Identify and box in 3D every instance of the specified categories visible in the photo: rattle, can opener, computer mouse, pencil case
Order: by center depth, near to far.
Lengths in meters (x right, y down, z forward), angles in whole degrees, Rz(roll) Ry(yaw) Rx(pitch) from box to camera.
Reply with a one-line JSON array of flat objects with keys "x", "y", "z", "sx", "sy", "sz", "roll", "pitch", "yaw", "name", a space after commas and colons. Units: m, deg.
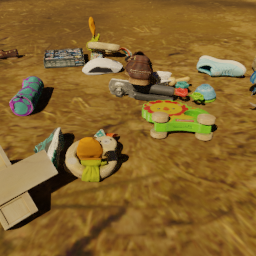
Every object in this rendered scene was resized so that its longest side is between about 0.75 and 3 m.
[{"x": -0.716, "y": 0.216, "z": 6.722, "sx": 1.275, "sy": 1.399, "sz": 1.958, "roll": 9, "pitch": 37, "yaw": 25, "name": "rattle"}, {"x": -3.336, "y": -1.109, "z": 9.313, "sx": 0.777, "sy": 0.716, "sz": 1.681, "roll": 12, "pitch": 32, "yaw": -9, "name": "pencil case"}, {"x": 0.469, "y": -1.383, "z": 9.822, "sx": 2.336, "sy": 0.623, "sz": 0.781, "roll": 10, "pitch": 35, "yaw": 12, "name": "can opener"}, {"x": -0.708, "y": -2.692, "z": 11.868, "sx": 2.489, "sy": 0.546, "sz": 1.365, "roll": -8, "pitch": 35, "yaw": -12, "name": "computer mouse"}, {"x": -0.784, "y": -4.228, "z": 13.210, "sx": 2.248, "sy": 1.606, "sz": 1.464, "roll": 9, "pitch": -7, "yaw": 27, "name": "rattle"}]

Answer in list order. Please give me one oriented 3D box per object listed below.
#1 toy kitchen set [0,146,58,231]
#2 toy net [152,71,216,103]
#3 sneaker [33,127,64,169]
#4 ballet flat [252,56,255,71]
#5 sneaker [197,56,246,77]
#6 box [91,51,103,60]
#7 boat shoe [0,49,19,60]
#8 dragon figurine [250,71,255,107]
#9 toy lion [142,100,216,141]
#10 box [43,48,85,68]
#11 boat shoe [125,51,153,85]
[{"x": -2.398, "y": 1.128, "z": 6.037, "sx": 1.330, "sy": 1.471, "sz": 1.630, "roll": -28, "pitch": 82, "yaw": -31, "name": "toy kitchen set"}, {"x": 1.782, "y": -1.437, "z": 10.073, "sx": 2.617, "sy": 0.505, "sz": 1.373, "roll": 25, "pitch": 44, "yaw": 35, "name": "toy net"}, {"x": -2.041, "y": 0.471, "z": 7.099, "sx": 0.672, "sy": 0.571, "sz": 1.473, "roll": -3, "pitch": 32, "yaw": 2, "name": "sneaker"}, {"x": 5.516, "y": -2.338, "z": 11.090, "sx": 0.884, "sy": 0.884, "sz": 2.499, "roll": 4, "pitch": 34, "yaw": 6, "name": "ballet flat"}, {"x": 3.705, "y": -2.315, "z": 11.337, "sx": 1.925, "sy": 0.712, "sz": 0.789, "roll": 19, "pitch": 60, "yaw": 26, "name": "sneaker"}, {"x": -1.466, "y": -3.417, "z": 13.305, "sx": 0.566, "sy": 0.178, "sz": 1.028, "roll": -2, "pitch": 33, "yaw": -4, "name": "box"}, {"x": -5.848, "y": -3.461, "z": 13.112, "sx": 1.366, "sy": 0.480, "sz": 0.481, "roll": -11, "pitch": 37, "yaw": -14, "name": "boat shoe"}, {"x": 4.701, "y": -1.502, "z": 9.672, "sx": 2.662, "sy": 0.783, "sz": 1.323, "roll": -39, "pitch": 41, "yaw": -14, "name": "dragon figurine"}, {"x": 1.421, "y": -0.378, "z": 8.390, "sx": 2.016, "sy": 0.692, "sz": 1.932, "roll": 3, "pitch": 26, "yaw": 4, "name": "toy lion"}, {"x": -2.899, "y": -3.204, "z": 12.766, "sx": 1.771, "sy": 0.407, "sz": 1.408, "roll": -6, "pitch": 34, "yaw": -9, "name": "box"}, {"x": 0.439, "y": -2.232, "z": 10.008, "sx": 0.998, "sy": 0.997, "sz": 2.836, "roll": 3, "pitch": 18, "yaw": -5, "name": "boat shoe"}]
